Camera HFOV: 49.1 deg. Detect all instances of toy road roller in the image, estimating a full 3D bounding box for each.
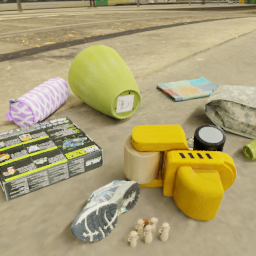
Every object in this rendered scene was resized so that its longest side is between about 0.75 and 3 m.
[{"bbox_3d":[1.228,1.098,6.795,2.691,1.654,1.965,1,40,1],"label":"toy road roller"}]

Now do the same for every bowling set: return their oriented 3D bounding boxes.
[{"bbox_3d":[0.382,2.115,6.035,0.912,0.490,0.635,-7,30,-14],"label":"bowling set"}]

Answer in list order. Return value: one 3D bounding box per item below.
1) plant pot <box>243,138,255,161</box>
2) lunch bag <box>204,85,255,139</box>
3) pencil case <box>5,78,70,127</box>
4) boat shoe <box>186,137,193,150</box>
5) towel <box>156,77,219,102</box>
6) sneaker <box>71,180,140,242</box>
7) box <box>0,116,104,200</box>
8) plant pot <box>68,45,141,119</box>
[{"bbox_3d":[3.985,0.641,8.576,0.755,0.784,0.784,-19,32,-8],"label":"plant pot"},{"bbox_3d":[4.104,-0.736,10.305,2.415,1.420,1.981,19,34,22],"label":"lunch bag"},{"bbox_3d":[-3.472,-1.048,11.180,1.265,1.242,2.960,-12,21,25],"label":"pencil case"},{"bbox_3d":[1.957,0.469,9.114,1.222,0.365,0.437,10,13,15],"label":"boat shoe"},{"bbox_3d":[3.057,-1.931,13.648,2.798,0.304,2.052,-11,30,-18],"label":"towel"},{"bbox_3d":[-0.598,1.841,6.467,0.877,0.788,2.031,7,20,37],"label":"sneaker"},{"bbox_3d":[-2.594,0.688,8.498,2.828,0.672,2.731,-17,35,-30],"label":"box"},{"bbox_3d":[-0.709,-1.555,11.031,2.532,2.532,2.706,-15,41,-25],"label":"plant pot"}]
